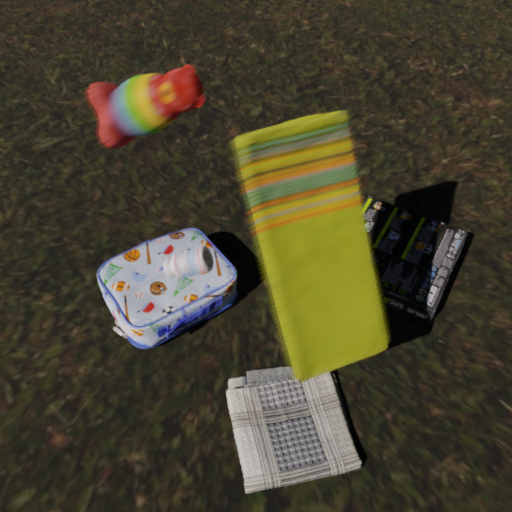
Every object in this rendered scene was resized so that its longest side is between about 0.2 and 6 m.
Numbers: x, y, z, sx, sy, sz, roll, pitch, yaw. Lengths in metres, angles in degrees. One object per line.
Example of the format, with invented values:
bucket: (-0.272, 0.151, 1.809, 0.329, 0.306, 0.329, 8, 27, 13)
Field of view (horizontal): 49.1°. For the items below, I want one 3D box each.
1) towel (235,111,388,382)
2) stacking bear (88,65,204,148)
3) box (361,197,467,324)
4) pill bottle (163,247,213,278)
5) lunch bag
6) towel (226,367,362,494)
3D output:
towel: (0.871, -0.078, 7.758, 1.548, 3.597, 0.325, -17, 15, -10)
stacking bear: (-1.718, -2.597, 9.405, 1.850, 1.123, 1.052, -9, 9, 32)
box: (2.862, 0.002, 11.422, 2.240, 0.551, 2.319, 21, 53, 20)
pill bottle: (-0.989, 0.112, 8.125, 0.678, 0.369, 0.369, -14, 45, 24)
lunch bag: (-1.675, 0.617, 10.646, 2.471, 0.934, 1.980, -28, 57, -23)
towel: (0.564, 2.695, 9.216, 1.939, 0.348, 2.014, -9, 49, -7)
